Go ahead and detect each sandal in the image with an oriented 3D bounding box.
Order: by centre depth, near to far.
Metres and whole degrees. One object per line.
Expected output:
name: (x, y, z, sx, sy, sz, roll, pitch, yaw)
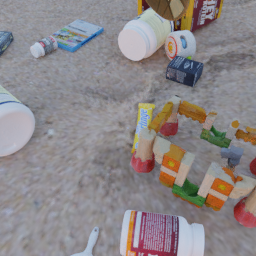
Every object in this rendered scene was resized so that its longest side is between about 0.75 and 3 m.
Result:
sandal: (0.486, -3.178, 5.588, 2.201, 0.884, 0.594, 49, 43, -1)

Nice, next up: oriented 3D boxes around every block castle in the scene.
block castle: (1.740, 0.702, 6.280, 2.992, 1.404, 2.000, 25, 47, 18)

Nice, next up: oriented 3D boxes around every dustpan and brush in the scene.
dustpan and brush: (-0.835, 2.545, 5.241, 1.067, 0.437, 1.529, 14, 55, 7)

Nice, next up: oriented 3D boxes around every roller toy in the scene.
roller toy: (1.792, -2.872, 9.835, 0.786, 1.026, 1.125, -15, 44, -18)

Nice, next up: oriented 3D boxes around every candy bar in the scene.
candy bar: (0.430, 0.002, 7.712, 0.492, 0.219, 1.975, 6, 46, 6)

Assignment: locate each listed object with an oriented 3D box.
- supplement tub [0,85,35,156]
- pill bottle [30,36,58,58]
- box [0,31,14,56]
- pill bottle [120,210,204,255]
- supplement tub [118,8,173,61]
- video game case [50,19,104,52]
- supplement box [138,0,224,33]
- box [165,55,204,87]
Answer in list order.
supplement tub: (-3.537, -0.361, 7.184, 2.017, 1.462, 1.462, 35, 56, 28)
pill bottle: (-3.100, -2.983, 10.326, 0.514, 0.514, 0.903, 30, 54, 26)
box: (-5.178, -3.219, 10.647, 1.116, 0.361, 1.416, 4, 46, 5)
pill bottle: (0.640, 2.068, 5.316, 1.493, 0.843, 0.843, 5, 47, 6)
supplement tub: (0.649, -3.377, 10.091, 1.369, 1.369, 1.888, 26, 51, 22)
video game case: (-2.121, -3.761, 11.292, 1.419, 0.176, 1.982, 26, 52, 22)
supplement box: (2.196, -5.407, 11.576, 2.621, 1.741, 2.586, 33, 52, 32)
box: (1.868, -1.885, 9.268, 1.019, 0.532, 0.754, 24, 51, 21)
